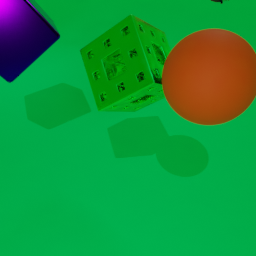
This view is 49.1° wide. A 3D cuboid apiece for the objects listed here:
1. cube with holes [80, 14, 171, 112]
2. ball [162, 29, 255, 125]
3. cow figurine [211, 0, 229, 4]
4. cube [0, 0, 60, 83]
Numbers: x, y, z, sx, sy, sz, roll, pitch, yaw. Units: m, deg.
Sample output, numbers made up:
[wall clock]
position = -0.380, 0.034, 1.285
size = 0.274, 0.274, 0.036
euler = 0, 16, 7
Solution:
[cube with holes]
position = 0.083, -0.963, 4.626
size = 1.076, 1.076, 1.076
euler = -23, -10, 32
[ball]
position = 1.088, -0.667, 3.760
size = 1.260, 1.260, 1.260
euler = 0, 40, 0
[cow figurine]
position = 2.658, -4.311, 7.745
size = 0.793, 1.422, 1.445
euler = 32, 81, 27
[cube]
position = -2.350, -1.996, 5.449
size = 1.369, 1.369, 1.369
euler = -40, 36, 6
